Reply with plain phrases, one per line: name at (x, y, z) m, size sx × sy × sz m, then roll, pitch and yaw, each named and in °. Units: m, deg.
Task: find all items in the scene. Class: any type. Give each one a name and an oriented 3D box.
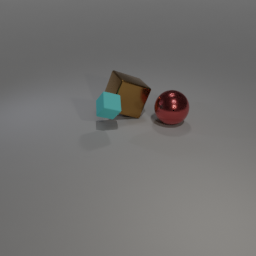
ball at (1.755, -0.824, 11.262) m, size 1.400 × 1.400 × 1.400 m, roll 0°, pitch 29°, yaw 0°
cube at (-0.092, -1.440, 11.942) m, size 1.400 × 1.400 × 1.400 m, roll 13°, pitch 22°, yaw -26°
cube at (-0.731, -0.826, 10.396) m, size 0.700 × 0.700 × 0.700 m, roll 10°, pitch 61°, yaw -28°
